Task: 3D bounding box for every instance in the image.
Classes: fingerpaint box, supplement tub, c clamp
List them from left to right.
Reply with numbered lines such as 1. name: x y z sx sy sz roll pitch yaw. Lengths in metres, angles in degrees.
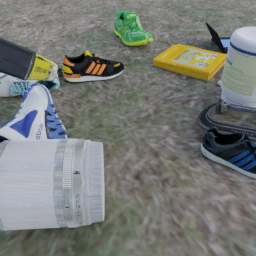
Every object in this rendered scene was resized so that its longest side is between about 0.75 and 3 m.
1. fingerpaint box: -2.877 -2.116 10.175 0.742 0.326 0.889 -20 42 -24
2. supplement tub: 3.593 -1.693 8.178 1.525 2.104 1.525 0 38 0
3. c clamp: 3.420 -0.273 7.584 2.930 0.397 2.503 10 36 20

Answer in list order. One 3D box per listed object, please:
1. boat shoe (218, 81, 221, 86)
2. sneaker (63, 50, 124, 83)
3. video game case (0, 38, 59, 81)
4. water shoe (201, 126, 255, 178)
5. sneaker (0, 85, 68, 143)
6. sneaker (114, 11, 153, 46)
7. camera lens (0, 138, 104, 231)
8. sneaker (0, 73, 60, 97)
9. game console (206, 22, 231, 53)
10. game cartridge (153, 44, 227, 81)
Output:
1. boat shoe: 3.484 -1.562 9.493 0.833 0.291 0.296 10 39 12
2. sneaker: -1.171 -2.228 9.774 2.195 0.988 0.768 -11 39 -13
3. video game case: -2.403 -1.263 3.774 2.731 0.348 2.468 20 6 -11
4. water shoe: 2.656 0.564 6.377 1.971 0.778 0.705 16 41 20
5. sneaker: -2.527 -0.020 6.837 1.632 1.142 2.826 -15 42 -22
6. sneaker: 0.107 -4.473 12.493 1.042 1.175 2.812 -18 42 -23
7. camera lens: -1.454 1.003 5.151 2.001 1.600 1.600 -2 38 -4
8. sneaker: -3.198 -1.393 8.875 2.125 0.825 0.917 -19 45 -22
9. game console: 4.122 -3.923 12.030 1.342 0.888 1.526 -3 39 -4
10. game cartridge: 2.413 -2.626 10.800 2.275 0.369 2.005 23 44 25
